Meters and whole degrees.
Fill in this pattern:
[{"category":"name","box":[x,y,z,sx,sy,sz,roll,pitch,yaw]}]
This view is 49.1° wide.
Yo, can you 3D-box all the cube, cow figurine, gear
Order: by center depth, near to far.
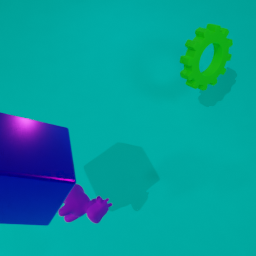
[{"category":"cube","box":[-1.795,0.733,4.794,1.304,1.304,1.304,14,36,-30]},{"category":"cow figurine","box":[-0.966,1.603,6.100,1.097,0.612,1.115,-26,46,-4]},{"category":"gear","box":[2.042,-1.806,7.253,1.640,1.640,0.303,-38,43,-15]}]
